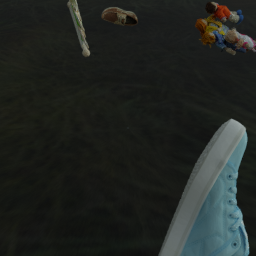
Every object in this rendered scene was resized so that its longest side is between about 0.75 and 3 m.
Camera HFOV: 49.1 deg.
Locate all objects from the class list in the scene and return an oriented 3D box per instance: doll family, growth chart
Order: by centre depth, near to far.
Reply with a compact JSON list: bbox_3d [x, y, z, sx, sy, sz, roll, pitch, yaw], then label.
[{"bbox_3d":[-1.392,-3.247,6.574,0.258,2.905,2.102,-17,64,-5],"label":"growth chart"},{"bbox_3d":[2.455,-2.401,7.268,1.311,0.952,2.112,6,48,-22],"label":"doll family"}]

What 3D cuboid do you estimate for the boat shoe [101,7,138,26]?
[{"bbox_3d":[-0.200,-3.091,7.841,1.106,0.419,0.397,-8,47,-27],"label":"boat shoe"}]

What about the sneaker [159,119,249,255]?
[{"bbox_3d":[0.854,0.813,2.668,0.724,1.767,0.653,22,15,12],"label":"sneaker"}]
